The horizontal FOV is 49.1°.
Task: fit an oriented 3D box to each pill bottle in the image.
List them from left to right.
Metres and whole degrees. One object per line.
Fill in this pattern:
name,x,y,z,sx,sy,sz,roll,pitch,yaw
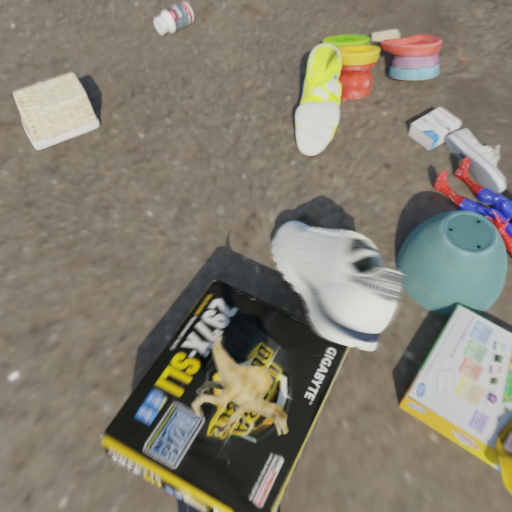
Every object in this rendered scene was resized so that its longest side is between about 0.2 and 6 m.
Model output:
pill bottle,-2.029,-5.808,13.757,0.901,0.539,0.539,-37,63,-21

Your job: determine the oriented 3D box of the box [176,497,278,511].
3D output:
box,-0.452,3.037,7.659,1.305,0.729,1.849,-11,56,-5

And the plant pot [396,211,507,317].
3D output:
plant pot,3.398,-0.050,9.422,1.829,1.232,1.829,-1,57,1

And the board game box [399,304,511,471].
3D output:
board game box,3.734,2.144,8.383,2.526,0.509,1.932,31,61,19

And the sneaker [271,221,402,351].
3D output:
sneaker,1.230,0.092,8.715,1.226,1.292,3.209,9,24,-25

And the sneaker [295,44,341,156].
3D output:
sneaker,1.321,-3.166,11.860,0.888,1.232,2.346,13,86,1

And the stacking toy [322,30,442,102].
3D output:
stacking toy,2.746,-4.376,12.840,2.559,1.081,2.316,-10,30,-10

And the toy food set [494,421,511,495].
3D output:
toy food set,4.017,2.462,7.488,1.083,0.601,1.841,39,64,23

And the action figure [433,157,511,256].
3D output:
action figure,4.629,-0.595,10.149,1.005,0.794,3.072,-27,62,-23

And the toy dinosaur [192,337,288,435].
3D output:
toy dinosaur,-0.290,1.539,6.606,0.912,1.804,0.525,-30,32,8

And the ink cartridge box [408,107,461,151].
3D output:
ink cartridge box,3.738,-2.662,11.729,0.854,0.360,0.617,-31,61,-19

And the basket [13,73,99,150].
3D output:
basket,-4.177,-3.030,11.658,1.447,0.893,0.981,-26,59,-16

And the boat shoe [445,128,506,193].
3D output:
boat shoe,4.525,-1.965,11.087,0.708,0.613,1.660,-30,53,0

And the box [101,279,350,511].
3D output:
box,-0.295,1.909,7.576,2.287,0.707,2.865,24,53,15
